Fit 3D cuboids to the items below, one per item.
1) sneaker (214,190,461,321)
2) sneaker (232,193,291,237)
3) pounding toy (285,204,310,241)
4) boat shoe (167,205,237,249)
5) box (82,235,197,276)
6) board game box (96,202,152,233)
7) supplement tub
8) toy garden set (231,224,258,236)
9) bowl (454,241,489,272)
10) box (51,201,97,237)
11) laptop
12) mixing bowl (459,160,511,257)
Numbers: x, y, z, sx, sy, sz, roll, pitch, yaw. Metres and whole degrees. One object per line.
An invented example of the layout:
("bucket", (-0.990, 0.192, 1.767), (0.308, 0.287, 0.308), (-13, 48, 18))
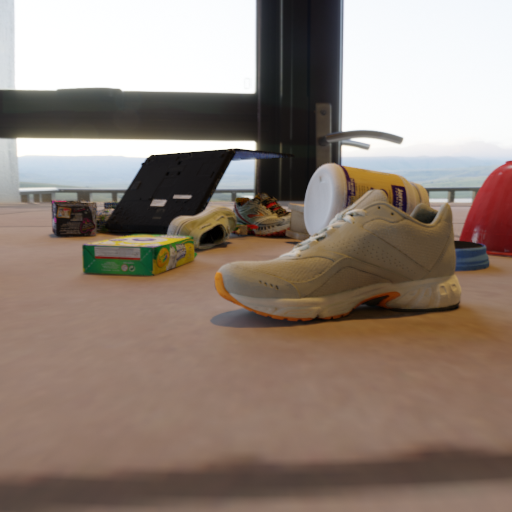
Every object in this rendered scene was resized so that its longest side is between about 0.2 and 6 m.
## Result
("sneaker", (0.663, -0.041, 4.396), (2.068, 0.951, 0.783), (-3, 7, -21))
("sneaker", (0.186, -0.850, 11.571), (0.838, 0.885, 2.154), (-6, 10, -42))
("pounding toy", (1.614, -0.833, 10.065), (2.081, 1.194, 1.190), (4, 9, -2))
("boat shoe", (-0.758, -0.395, 9.365), (0.590, 0.685, 1.902), (23, 22, 20))
("box", (-1.363, -0.043, 6.959), (0.908, 0.374, 1.548), (2, 5, 12))
("board game box", (-2.472, -0.940, 13.203), (2.204, 0.680, 2.206), (-1, 6, -2))
("supplement tub", (1.717, -0.746, 8.777), (1.664, 1.210, 1.210), (6, 5, -18))
("toy garden set", (-0.671, -0.458, 10.957), (1.430, 0.285, 1.192), (-4, 6, -35))
("bowl", (2.229, -0.030, 7.184), (1.426, 0.280, 1.426), (0, 6, 0))
("box", (-3.834, -0.789, 11.775), (0.829, 0.720, 1.254), (-1, 8, -24))
("laptop", (-1.216, -1.411, 12.095), (2.793, 3.151, 1.628), (5, -30, 42))
("mixing bowl", (4.524, -0.769, 8.697), (2.632, 1.425, 2.632), (1, 7, 0))
